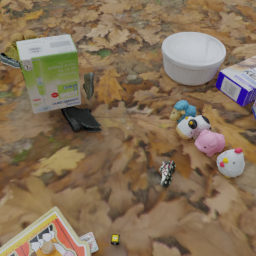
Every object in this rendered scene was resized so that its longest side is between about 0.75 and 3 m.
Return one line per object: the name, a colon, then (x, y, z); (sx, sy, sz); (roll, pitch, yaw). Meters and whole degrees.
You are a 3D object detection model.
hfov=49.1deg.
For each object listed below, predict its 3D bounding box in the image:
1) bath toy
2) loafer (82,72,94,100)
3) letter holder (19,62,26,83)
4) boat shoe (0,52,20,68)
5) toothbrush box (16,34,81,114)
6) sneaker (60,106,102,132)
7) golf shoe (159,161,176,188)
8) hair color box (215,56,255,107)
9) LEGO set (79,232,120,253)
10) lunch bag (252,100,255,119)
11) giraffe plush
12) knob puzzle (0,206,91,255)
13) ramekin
bath toy: (2.566, 0.314, 9.045); (1.274, 1.083, 2.929); (-24, 53, -20)
loafer: (-1.391, -1.460, 9.745); (0.357, 1.025, 0.385); (9, 30, 5)
letter holder: (-3.797, -2.431, 11.669); (1.215, 0.864, 0.611); (-18, 50, -16)
boat shoe: (-5.093, -3.041, 12.504); (1.433, 0.443, 0.522); (15, 50, 13)
toothbrush box: (-2.499, -1.709, 9.148); (1.672, 2.296, 0.988); (-13, 55, -17)
sneaker: (-1.753, -0.463, 10.138); (0.942, 0.542, 1.806); (-24, 57, -20)
golf shoe: (1.157, 1.418, 8.595); (0.421, 0.369, 0.955); (1, 43, 32)
hair color box: (5.148, -2.053, 11.321); (2.780, 0.901, 1.520); (-24, 51, -22)
LEGO set: (-1.154, 3.445, 6.542); (2.515, 0.617, 1.879); (-19, 53, -15)
lunch bag: (5.076, -0.599, 9.370); (1.311, 1.800, 2.117); (-2, 49, 5)
giraffe plush: (-3.557, -2.911, 10.193); (1.408, 1.632, 1.323); (-16, 45, 2)
knob puzzle: (-2.027, 3.495, 6.280); (3.049, 0.423, 3.049); (-5, 52, 7)
ramekin: (2.690, -2.888, 11.846); (2.601, 1.211, 2.601); (0, 47, 0)
